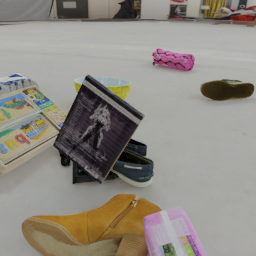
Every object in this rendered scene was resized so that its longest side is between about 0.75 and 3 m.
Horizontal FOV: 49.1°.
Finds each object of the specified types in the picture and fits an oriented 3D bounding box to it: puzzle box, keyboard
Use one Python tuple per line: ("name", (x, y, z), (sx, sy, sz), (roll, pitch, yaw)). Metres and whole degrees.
("puzzle box", (-2.716, -0.105, 7.072), (1.813, 0.346, 2.725), (43, 32, 4))
("keyboard", (-1.068, 0.584, 7.000), (1.400, 0.299, 2.332), (-4, 25, -9))

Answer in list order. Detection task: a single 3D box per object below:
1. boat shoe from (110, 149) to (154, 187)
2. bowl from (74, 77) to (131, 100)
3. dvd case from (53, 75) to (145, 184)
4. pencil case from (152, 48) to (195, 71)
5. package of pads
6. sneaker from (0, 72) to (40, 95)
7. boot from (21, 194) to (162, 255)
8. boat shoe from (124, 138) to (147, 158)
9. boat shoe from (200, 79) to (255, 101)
("boat shoe", (-0.334, 0.602, 6.130), (1.990, 0.615, 0.745), (26, 34, 29))
("bowl", (-0.858, -1.092, 9.511), (1.897, 1.021, 1.897), (3, 18, -1))
("dvd case", (-0.655, 0.074, 5.581), (1.359, 1.827, 0.146), (37, 28, 10))
("pencil case", (2.404, -3.688, 15.060), (2.244, 1.018, 1.051), (20, 1, 36))
("package of pads", (0.726, 1.934, 3.277), (0.675, 1.076, 1.785), (-15, 28, -5))
("sneaker", (-4.734, -1.629, 10.999), (2.333, 0.943, 1.347), (-3, 21, -22))
("boot", (-0.511, 1.557, 4.652), (2.029, 0.714, 1.453), (12, 23, 13))
("boat shoe", (-0.224, 0.286, 6.971), (1.865, 0.581, 0.696), (32, 24, 37))
("boat shoe", (3.753, -1.489, 10.851), (2.152, 0.788, 0.698), (2, 17, -10))
